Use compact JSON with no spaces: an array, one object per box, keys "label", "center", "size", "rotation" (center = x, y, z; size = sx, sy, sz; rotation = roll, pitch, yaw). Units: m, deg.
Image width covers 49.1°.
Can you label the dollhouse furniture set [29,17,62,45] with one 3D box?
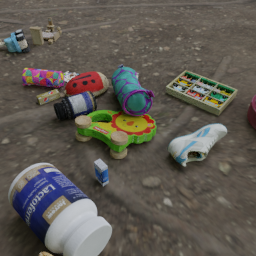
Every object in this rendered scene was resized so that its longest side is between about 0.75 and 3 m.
[{"label":"dollhouse furniture set","center":[-4.799,-5.890,16.829],"size":[1.130,0.965,2.179],"rotation":[8,42,9]}]

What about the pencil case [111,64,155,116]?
[{"label":"pencil case","center":[0.110,-1.575,11.428],"size":[1.298,1.195,2.809],"rotation":[-30,33,5]}]

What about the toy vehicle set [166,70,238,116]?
[{"label":"toy vehicle set","center":[3.218,-1.624,12.369],"size":[2.624,0.348,1.630],"rotation":[29,54,29]}]

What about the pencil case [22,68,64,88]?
[{"label":"pencil case","center":[-3.917,-2.293,12.937],"size":[1.886,0.833,0.833],"rotation":[5,42,9]}]

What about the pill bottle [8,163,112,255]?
[{"label":"pill bottle","center":[-1.766,2.190,7.264],"size":[2.660,1.539,1.539],"rotation":[32,50,31]}]

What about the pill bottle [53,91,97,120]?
[{"label":"pill bottle","center":[-2.116,-0.883,11.236],"size":[1.579,0.883,0.883],"rotation":[-21,45,-21]}]

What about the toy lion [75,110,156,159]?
[{"label":"toy lion","center":[-0.328,-0.061,10.479],"size":[2.540,0.872,2.435],"rotation":[23,39,24]}]

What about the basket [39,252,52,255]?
[{"label":"basket","center":[-1.691,3.651,5.964],"size":[1.040,1.086,1.458],"rotation":[14,42,15]}]

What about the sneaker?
[{"label":"sneaker","center":[2.534,0.592,9.689],"size":[2.263,0.866,0.914],"rotation":[-23,52,-14]}]

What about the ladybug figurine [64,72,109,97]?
[{"label":"ladybug figurine","center":[-1.868,-1.952,12.519],"size":[2.138,0.769,1.451],"rotation":[-25,47,-25]}]

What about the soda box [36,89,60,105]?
[{"label":"soda box","center":[-3.458,-1.354,12.185],"size":[0.954,0.323,0.305],"rotation":[-24,47,-24]}]

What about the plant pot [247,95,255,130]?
[{"label":"plant pot","center":[6.123,-1.111,10.359],"size":[2.675,2.394,2.675],"rotation":[0,42,0]}]

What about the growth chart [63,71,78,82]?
[{"label":"growth chart","center":[-2.701,-2.440,13.583],"size":[1.287,0.114,0.932],"rotation":[23,45,23]}]

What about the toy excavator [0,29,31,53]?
[{"label":"toy excavator","center":[-6.666,-4.775,15.709],"size":[1.930,0.964,1.877],"rotation":[-22,44,-10]}]

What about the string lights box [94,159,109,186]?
[{"label":"string lights box","center":[-0.827,1.390,8.723],"size":[0.237,0.805,0.414],"rotation":[-29,49,-28]}]
